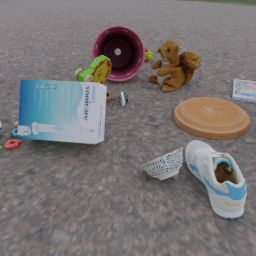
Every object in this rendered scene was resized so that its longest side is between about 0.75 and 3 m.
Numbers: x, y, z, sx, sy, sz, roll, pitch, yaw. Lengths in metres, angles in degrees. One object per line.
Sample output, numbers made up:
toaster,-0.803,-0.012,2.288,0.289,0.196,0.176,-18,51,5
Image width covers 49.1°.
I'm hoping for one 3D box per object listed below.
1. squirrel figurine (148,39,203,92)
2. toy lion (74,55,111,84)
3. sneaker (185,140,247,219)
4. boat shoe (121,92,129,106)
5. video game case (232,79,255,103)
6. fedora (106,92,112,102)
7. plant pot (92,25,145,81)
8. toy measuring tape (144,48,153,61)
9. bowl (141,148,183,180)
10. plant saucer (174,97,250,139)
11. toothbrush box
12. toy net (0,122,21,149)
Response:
squirrel figurine,2.343,-3.222,13.882,2.435,2.272,1.723,-9,33,-14
toy lion,-1.453,-2.044,11.926,0.695,2.024,1.940,34,46,17
sneaker,2.497,1.106,8.017,1.103,1.165,2.883,-8,32,-9
boat shoe,-0.127,-1.335,12.616,0.376,0.418,1.182,3,31,-5
video game case,5.927,-1.802,13.580,1.567,0.197,2.189,11,34,16
fedora,-1.111,-1.385,12.791,0.777,0.317,0.777,0,33,0
plant pot,-0.532,-4.013,15.103,2.755,2.755,2.466,-2,16,-3
toy measuring tape,0.850,-4.783,17.851,0.809,0.809,2.199,-14,35,-22
bowl,1.097,1.136,8.254,1.358,1.358,0.637,-18,80,-26
plant saucer,3.363,-0.558,11.337,2.967,0.479,2.967,1,32,0
toothbrush box,-2.204,-0.568,9.593,2.738,2.004,1.168,3,3,9
toy net,-3.919,-0.013,10.369,2.919,0.564,1.531,-20,37,-29
